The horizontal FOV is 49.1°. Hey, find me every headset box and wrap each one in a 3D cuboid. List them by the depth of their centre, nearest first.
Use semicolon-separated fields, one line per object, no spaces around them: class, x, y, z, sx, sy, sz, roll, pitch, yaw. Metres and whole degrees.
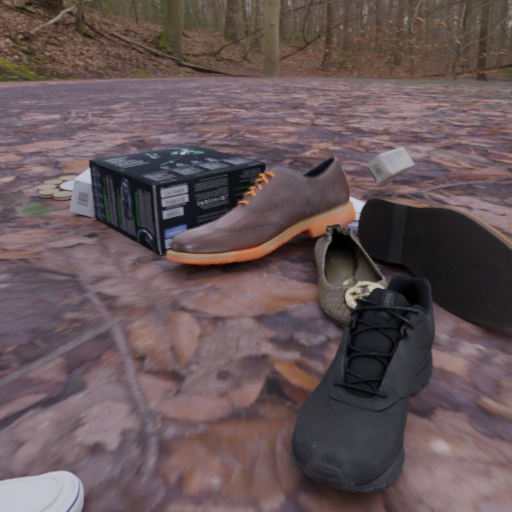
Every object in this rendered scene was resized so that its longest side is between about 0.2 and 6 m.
headset box;-1.551;-1.217;10.620;2.374;1.265;2.726;-18;28;-36

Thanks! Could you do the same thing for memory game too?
memory game;-4.018;-1.638;13.216;2.215;0.141;2.215;0;21;0

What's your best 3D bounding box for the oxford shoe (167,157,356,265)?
oxford shoe;0.056;-0.747;9.109;3.445;1.256;1.228;-20;18;-29

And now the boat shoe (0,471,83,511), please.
boat shoe;-2.071;1.852;3.786;1.810;0.632;0.642;-15;26;-33

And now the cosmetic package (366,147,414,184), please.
cosmetic package;2.964;-2.001;12.384;1.019;0.526;0.444;-22;-12;-41

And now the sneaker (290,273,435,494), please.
sneaker;1.052;0.993;5.172;1.025;1.225;2.699;11;25;21

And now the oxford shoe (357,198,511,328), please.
oxford shoe;2.884;-0.106;7.977;1.301;1.302;3.650;2;20;-19

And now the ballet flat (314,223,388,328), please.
ballet flat;1.315;0.188;7.905;0.976;0.671;2.896;0;22;0

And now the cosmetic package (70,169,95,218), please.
cosmetic package;-3.362;-1.367;11.617;0.529;0.736;1.304;15;24;-2

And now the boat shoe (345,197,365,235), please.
boat shoe;1.187;-1.040;10.666;2.712;0.906;0.998;9;23;21
